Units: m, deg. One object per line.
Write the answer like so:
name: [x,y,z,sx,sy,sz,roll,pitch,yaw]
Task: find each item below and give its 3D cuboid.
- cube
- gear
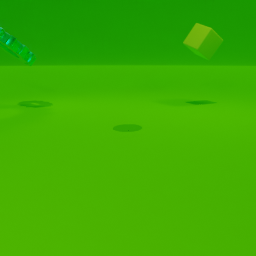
cube: [2.648,-3.049,9.912,0.829,0.829,0.829,24,16,-39]
gear: [-4.081,-2.865,9.641,1.893,0.350,1.893,33,-7,4]
